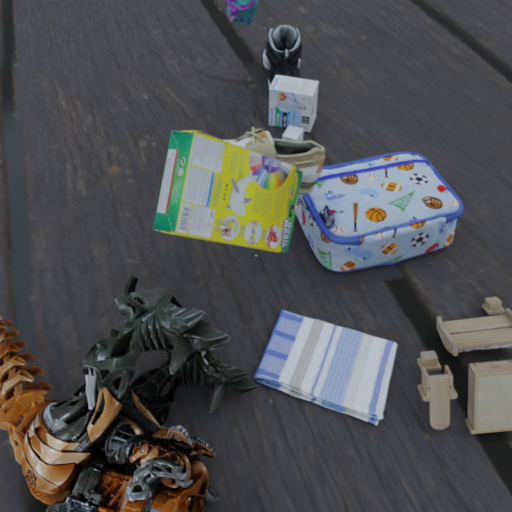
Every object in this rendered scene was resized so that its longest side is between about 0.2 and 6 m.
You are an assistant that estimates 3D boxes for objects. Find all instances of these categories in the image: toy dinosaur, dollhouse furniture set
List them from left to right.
[{"bbox_3d":[-2.084,2.500,8.134,5.724,2.924,3.885,39,74,4],"label":"toy dinosaur"},{"bbox_3d":[3.736,1.894,10.027,2.096,1.200,2.457,-6,22,4],"label":"dollhouse furniture set"}]

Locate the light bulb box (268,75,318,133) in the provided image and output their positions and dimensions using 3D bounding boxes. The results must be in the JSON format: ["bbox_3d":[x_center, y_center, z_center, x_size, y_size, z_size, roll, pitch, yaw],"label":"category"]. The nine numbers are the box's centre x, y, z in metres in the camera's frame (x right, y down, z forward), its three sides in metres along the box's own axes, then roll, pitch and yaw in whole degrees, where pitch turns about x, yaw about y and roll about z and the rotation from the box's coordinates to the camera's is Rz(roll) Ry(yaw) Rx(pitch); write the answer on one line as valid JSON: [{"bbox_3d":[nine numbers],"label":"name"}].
[{"bbox_3d":[0.953,-3.935,14.485,1.147,1.137,0.716,12,49,12],"label":"light bulb box"}]

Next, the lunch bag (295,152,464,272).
[{"bbox_3d":[2.449,-1.081,12.002,3.289,1.243,2.636,-10,48,-10],"label":"lunch bag"}]

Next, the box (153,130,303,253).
[{"bbox_3d":[-0.282,-0.873,8.379,2.470,1.449,0.597,10,2,-45],"label":"box"}]

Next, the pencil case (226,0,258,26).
[{"bbox_3d":[-0.320,-5.439,12.055,0.667,1.568,0.725,39,98,-7],"label":"pencil case"}]

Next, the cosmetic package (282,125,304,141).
[{"bbox_3d":[0.923,-2.965,14.136,0.406,0.404,0.485,19,53,16],"label":"cosmetic package"}]

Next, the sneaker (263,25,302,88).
[{"bbox_3d":[0.780,-5.865,15.808,1.088,1.641,2.883,-2,49,-2],"label":"sneaker"}]

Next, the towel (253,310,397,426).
[{"bbox_3d":[1.281,1.902,10.042,2.318,0.276,1.702,16,50,14],"label":"towel"}]

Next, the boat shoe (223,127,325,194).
[{"bbox_3d":[-0.003,-1.859,10.174,2.684,0.918,1.003,4,37,-27],"label":"boat shoe"}]
